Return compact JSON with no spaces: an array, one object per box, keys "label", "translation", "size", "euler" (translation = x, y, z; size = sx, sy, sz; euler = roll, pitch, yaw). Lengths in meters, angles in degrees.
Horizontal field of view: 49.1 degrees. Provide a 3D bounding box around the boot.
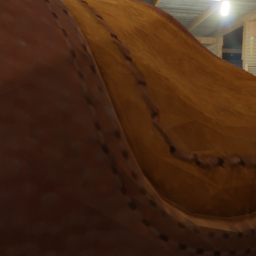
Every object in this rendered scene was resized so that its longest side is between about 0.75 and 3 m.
[{"label":"boot","translation":[0.656,0.475,0.680],"size":[2.859,0.979,2.692],"euler":[18,24,-3]}]
